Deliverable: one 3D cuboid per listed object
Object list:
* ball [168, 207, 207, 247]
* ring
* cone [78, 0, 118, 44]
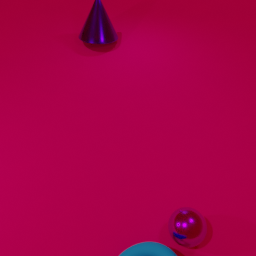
[{"bbox_3d":[1.363,2.273,6.447,0.880,0.880,0.880,0,51,0],"label":"ball"},{"bbox_3d":[0.304,3.125,5.675,1.737,0.347,1.737,-20,30,12],"label":"ring"},{"bbox_3d":[-1.180,-4.403,11.076,1.636,1.642,1.636,2,36,-2],"label":"cone"}]
